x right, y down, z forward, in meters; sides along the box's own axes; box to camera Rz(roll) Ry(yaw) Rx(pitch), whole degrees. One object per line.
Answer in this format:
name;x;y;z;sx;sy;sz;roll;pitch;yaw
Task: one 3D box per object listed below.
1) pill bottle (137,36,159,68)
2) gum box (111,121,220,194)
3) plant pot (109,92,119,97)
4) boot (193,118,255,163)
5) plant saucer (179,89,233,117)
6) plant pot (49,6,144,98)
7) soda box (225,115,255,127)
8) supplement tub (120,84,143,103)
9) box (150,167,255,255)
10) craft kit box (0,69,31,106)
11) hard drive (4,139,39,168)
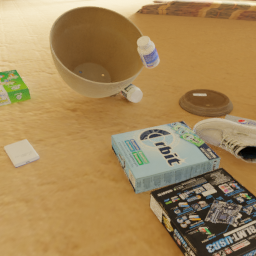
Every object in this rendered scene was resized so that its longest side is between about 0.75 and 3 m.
pill bottle;0.571;-2.197;8.103;0.506;0.903;0.506;-10;58;16
gum box;0.893;0.641;7.314;2.223;0.495;1.889;-10;33;-16
plant pot;-0.566;-1.667;10.776;0.951;0.951;0.825;9;49;14
boot;2.822;0.343;7.483;2.163;0.796;1.034;6;28;14
plant saucer;2.815;-0.967;10.127;1.921;0.283;1.921;-1;32;0
plant pot;-1.076;-2.182;9.332;3.002;2.016;3.002;6;64;-13
soda box;3.591;0.096;8.190;1.590;0.504;0.543;15;35;22
supplement tub;0.124;-1.319;10.404;0.566;0.566;0.807;-17;35;-25
box;1.733;1.748;5.562;1.968;0.489;1.953;-14;35;-21
craft kit box;-5.213;-1.486;10.743;2.358;0.572;2.329;-17;39;-25
hard drive;-2.904;0.671;7.627;0.640;0.123;0.970;-21;38;-30
